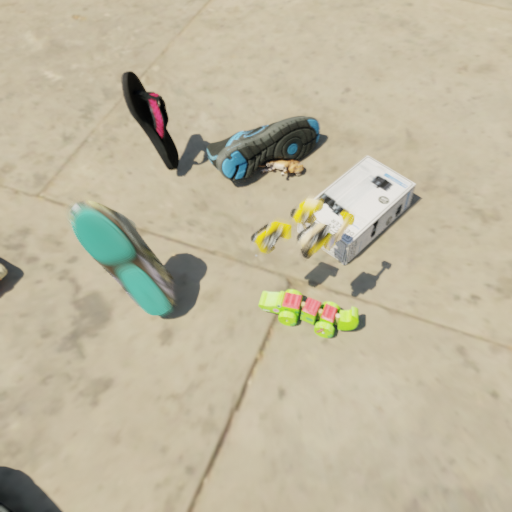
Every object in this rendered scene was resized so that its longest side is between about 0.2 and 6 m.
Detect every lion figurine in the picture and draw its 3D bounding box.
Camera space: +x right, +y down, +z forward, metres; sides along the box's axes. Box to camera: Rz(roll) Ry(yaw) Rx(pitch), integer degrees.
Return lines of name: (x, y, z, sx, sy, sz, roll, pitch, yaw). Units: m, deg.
lion figurine: (0.541, -1.967, 12.270, 0.940, 0.341, 0.576, 20, 36, 21)

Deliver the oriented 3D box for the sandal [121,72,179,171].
sandal: (-1.996, -2.776, 11.416, 0.534, 2.372, 0.891, -10, 48, 18)

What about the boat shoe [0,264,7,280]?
boat shoe: (-5.818, -0.072, 10.521, 2.507, 0.892, 0.784, 30, 55, 18)

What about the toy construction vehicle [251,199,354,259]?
toy construction vehicle: (0.742, -0.363, 8.675, 1.277, 0.450, 1.112, -39, 34, -28)

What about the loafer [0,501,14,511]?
loafer: (-3.334, 4.047, 7.227, 3.366, 1.182, 1.143, 35, 60, 23)

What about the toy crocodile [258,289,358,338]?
toy crocodile: (0.925, 0.962, 9.938, 1.792, 0.553, 0.605, 16, 55, 12)

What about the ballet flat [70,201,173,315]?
ballet flat: (-2.183, -0.081, 9.354, 0.936, 2.603, 0.936, -17, 41, 15)

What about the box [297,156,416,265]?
box: (2.027, -0.960, 11.304, 2.211, 0.665, 1.290, -39, 62, -25)

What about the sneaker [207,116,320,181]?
sneaker: (0.177, -2.554, 12.308, 2.665, 0.976, 1.092, -22, 39, -22)
